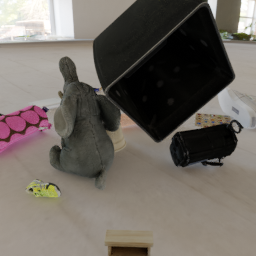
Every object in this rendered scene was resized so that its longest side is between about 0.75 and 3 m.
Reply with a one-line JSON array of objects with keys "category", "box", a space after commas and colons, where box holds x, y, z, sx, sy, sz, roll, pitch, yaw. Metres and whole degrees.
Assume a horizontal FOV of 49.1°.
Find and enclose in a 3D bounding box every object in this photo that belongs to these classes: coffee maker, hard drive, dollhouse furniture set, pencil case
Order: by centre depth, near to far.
[{"category": "dollhouse furniture set", "box": [-0.010, 2.243, 3.581, 1.351, 1.024, 1.542, 1, 22, 2]}, {"category": "coffee maker", "box": [2.022, 0.373, 7.570, 1.529, 1.468, 1.030, -10, 42, -17]}, {"category": "pencil case", "box": [-3.630, 0.048, 9.005, 1.141, 1.105, 2.435, 41, 35, 7]}, {"category": "hard drive", "box": [-3.691, -1.100, 12.793, 1.471, 0.196, 0.970, -16, 27, -35]}]

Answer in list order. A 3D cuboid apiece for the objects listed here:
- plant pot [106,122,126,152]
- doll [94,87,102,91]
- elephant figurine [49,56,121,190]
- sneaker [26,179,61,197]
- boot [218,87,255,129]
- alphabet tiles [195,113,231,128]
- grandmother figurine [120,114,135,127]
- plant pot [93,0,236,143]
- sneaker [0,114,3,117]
[{"category": "plant pot", "box": [-0.719, -0.037, 8.864, 1.337, 1.224, 1.337, 0, 23, 0]}, {"category": "doll", "box": [-1.829, -2.099, 15.219, 0.790, 0.191, 0.539, 1, 29, 19]}, {"category": "elephant figurine", "box": [-1.203, -0.270, 7.279, 2.186, 2.817, 1.994, 9, 23, 17]}, {"category": "sneaker", "box": [-1.939, 1.464, 6.446, 0.964, 0.363, 0.368, 2, 27, 33]}, {"category": "boot", "box": [4.759, -0.890, 11.167, 1.350, 1.039, 2.826, -7, 34, -8]}, {"category": "alphabet tiles", "box": [3.321, -0.249, 10.914, 1.376, 0.062, 1.646, 6, 23, 13]}, {"category": "grandmother figurine", "box": [0.392, -0.387, 10.564, 2.258, 0.684, 1.369, -7, 43, -25]}, {"category": "plant pot", "box": [0.671, -1.735, 7.263, 2.715, 2.722, 2.415, -41, 48, 8]}, {"category": "sneaker", "box": [-4.748, 0.053, 9.205, 0.872, 1.037, 2.646, 27, 10, 14]}]
